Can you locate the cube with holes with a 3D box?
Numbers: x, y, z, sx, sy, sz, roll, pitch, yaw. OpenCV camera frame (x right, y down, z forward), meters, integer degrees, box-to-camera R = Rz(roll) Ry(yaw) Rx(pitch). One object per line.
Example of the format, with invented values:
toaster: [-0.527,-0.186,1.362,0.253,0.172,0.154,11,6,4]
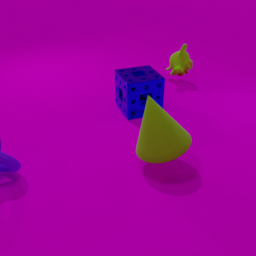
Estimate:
cube with holes: [0.348,-1.192,9.189,1.248,1.248,1.248,-11,34,-16]

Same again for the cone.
cone: [0.635,-0.144,6.302,1.338,1.343,1.338,-15,31,9]

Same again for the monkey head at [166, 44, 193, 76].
monkey head: [1.916,-2.495,10.883,1.068,1.484,0.894,-24,73,-34]

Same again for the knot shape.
knot shape: [-3.164,0.709,6.251,1.507,1.611,0.744,20,23,-27]
